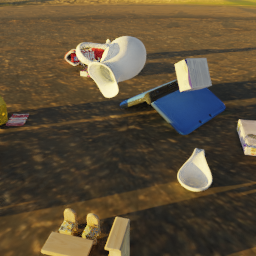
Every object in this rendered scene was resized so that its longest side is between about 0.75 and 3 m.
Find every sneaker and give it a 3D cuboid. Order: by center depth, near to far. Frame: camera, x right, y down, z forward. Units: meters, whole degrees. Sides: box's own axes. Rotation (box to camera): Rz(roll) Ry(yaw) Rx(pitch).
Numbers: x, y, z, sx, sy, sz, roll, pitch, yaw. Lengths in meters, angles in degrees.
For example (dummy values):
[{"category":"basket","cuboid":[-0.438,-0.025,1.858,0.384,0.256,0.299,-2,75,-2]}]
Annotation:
[{"category":"sneaker","cuboid":[-2.350,-3.980,15.470,2.290,0.816,1.288,-3,25,10]}]

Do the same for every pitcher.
[{"category":"pitcher","cuboid":[-0.373,-1.780,7.046,1.030,1.458,1.699,-30,16,49]}]

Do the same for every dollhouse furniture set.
[{"category":"dollhouse furniture set","cuboid":[-0.737,1.993,4.776,1.444,0.939,1.326,7,30,12]}]

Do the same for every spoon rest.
[{"category":"spoon rest","cuboid":[1.711,0.987,7.023,0.806,0.492,1.622,9,30,15]}]

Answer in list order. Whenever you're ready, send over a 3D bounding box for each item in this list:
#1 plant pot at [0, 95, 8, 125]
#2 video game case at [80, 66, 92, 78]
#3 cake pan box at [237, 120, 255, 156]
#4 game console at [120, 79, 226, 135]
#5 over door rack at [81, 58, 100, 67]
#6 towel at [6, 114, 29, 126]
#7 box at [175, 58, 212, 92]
[{"category":"plant pot","cuboid":[-4.642,-0.567,9.260,0.995,1.128,1.128,29,39,22]},{"category":"video game case","cuboid":[-1.433,-2.887,14.090,1.404,0.277,1.549,9,31,15]},{"category":"cake pan box","cuboid":[4.212,0.301,8.307,1.651,0.432,1.521,4,32,8]},{"category":"game console","cuboid":[1.656,-0.812,10.421,2.932,1.735,2.503,-26,7,-39]},{"category":"over door rack","cuboid":[-2.026,-3.525,15.062,0.763,0.344,1.033,-15,12,-25]},{"category":"towel","cuboid":[-3.814,-0.303,9.707,0.588,0.093,0.816,-1,29,-3]},{"category":"box","cuboid":[2.056,-1.672,8.816,1.005,0.924,0.527,-12,1,-37]}]
